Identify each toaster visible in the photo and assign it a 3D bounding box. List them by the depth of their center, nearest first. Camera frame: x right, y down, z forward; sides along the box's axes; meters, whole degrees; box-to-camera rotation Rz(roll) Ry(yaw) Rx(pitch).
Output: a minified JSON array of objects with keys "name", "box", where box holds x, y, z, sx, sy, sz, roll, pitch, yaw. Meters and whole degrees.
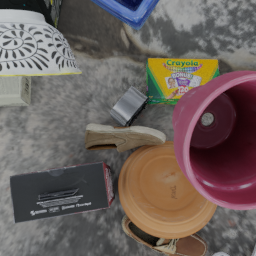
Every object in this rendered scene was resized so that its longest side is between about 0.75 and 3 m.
[{"name":"toaster","box":[0.044,-0.565,8.233,0.689,1.161,1.049,39,82,3]}]

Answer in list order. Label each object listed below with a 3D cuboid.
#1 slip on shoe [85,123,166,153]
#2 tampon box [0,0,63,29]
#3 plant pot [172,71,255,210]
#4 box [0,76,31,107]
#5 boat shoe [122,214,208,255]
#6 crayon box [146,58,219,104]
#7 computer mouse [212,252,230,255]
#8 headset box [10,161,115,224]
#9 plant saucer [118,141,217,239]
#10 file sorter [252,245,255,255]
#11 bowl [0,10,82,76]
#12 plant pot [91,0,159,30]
[{"name":"slip on shoe","box":[-0.129,0.369,8.051,2.381,0.905,0.721,6,70,11]},{"name":"tampon box","box":[-3.297,-4.080,8.040,2.139,2.854,1.802,6,79,1]},{"name":"plant pot","box":[1.978,0.034,5.754,2.491,2.230,2.491,-2,105,-8]},{"name":"box","box":[-4.325,-1.207,8.497,2.524,0.863,1.037,-1,79,0]},{"name":"boat shoe","box":[0.987,3.018,7.648,2.470,0.887,0.935,16,79,3]},{"name":"crayon box","box":[1.653,-1.417,8.647,2.183,0.636,1.297,1,79,0]},{"name":"computer mouse","box":[2.992,4.246,7.652,1.178,0.471,2.149,-39,87,-2]},{"name":"headset box","box":[-1.457,1.534,6.968,2.065,2.774,1.071,-9,81,-2]},{"name":"plant saucer","box":[1.103,1.551,7.695,2.765,0.446,2.765,-1,59,2]},{"name":"file sorter","box":[3.735,3.934,7.181,1.008,0.904,1.453,39,63,-4]},{"name":"bowl","box":[-2.277,-1.712,5.782,2.580,2.580,1.211,-1,104,0]},{"name":"plant pot","box":[-0.047,-3.266,5.634,2.008,1.805,2.008,33,98,0]}]
